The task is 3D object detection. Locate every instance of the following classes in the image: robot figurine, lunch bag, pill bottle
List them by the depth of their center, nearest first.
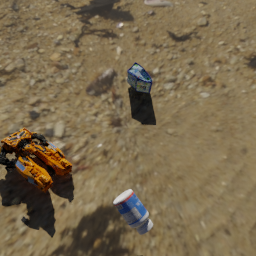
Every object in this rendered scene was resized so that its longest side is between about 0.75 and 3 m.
[{"bbox_3d":[0.142,1.938,6.425,0.536,0.536,0.955,-37,92,-21],"label":"pill bottle"},{"bbox_3d":[-2.578,0.745,7.636,2.041,0.594,1.480,36,46,16],"label":"robot figurine"},{"bbox_3d":[0.406,-1.554,9.081,0.873,0.742,0.556,37,74,12],"label":"lunch bag"}]
